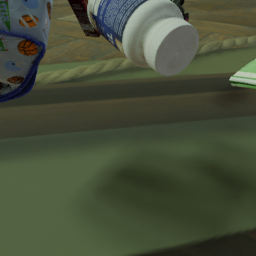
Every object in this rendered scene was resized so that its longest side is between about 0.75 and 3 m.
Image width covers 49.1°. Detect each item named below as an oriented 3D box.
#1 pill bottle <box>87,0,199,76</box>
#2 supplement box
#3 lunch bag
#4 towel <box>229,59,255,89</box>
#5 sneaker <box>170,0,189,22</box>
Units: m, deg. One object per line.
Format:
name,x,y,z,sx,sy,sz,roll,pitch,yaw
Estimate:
pill bottle,0.225,-1.793,4.918,1.159,1.159,2.089,-19,48,-25
supplement box,-0.851,-2.665,5.988,0.392,1.287,0.700,14,68,23
lunch bag,-2.219,-1.695,5.113,1.410,2.278,1.936,16,59,-30
towel,3.335,-1.406,5.739,2.038,0.238,1.554,-37,27,-12
sneaker,1.588,-3.451,9.113,0.836,0.765,1.994,2,79,-3
